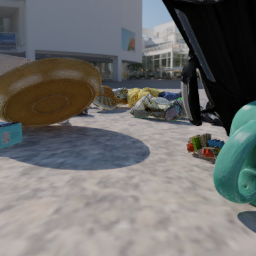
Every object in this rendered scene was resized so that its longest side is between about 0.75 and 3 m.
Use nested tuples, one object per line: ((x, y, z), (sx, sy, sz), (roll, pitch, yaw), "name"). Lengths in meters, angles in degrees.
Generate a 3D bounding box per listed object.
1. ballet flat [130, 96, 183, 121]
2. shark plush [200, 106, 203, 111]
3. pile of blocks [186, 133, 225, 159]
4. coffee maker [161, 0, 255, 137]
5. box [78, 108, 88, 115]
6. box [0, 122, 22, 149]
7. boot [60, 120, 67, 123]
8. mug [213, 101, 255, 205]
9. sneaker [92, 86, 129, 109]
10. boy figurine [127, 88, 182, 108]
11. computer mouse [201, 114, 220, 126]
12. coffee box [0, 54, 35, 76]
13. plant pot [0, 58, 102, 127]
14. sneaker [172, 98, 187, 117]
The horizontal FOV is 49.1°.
((0.782, -0.703, 8.924), (2.038, 0.733, 0.733), (10, 14, 42), "ballet flat")
((2.754, -0.630, 9.879), (0.898, 0.374, 0.408), (-6, 11, -33), "shark plush")
((1.207, 0.293, 4.313), (0.284, 0.375, 0.913), (-6, 11, -33), "pile of blocks")
((1.923, -1.130, 3.723), (2.773, 1.944, 2.887), (15, -26, 43), "coffee maker")
((-1.875, -0.700, 10.078), (0.843, 0.447, 0.515), (-2, 9, -6), "box")
((-2.923, 0.105, 5.357), (1.614, 0.397, 0.664), (2, 10, 13), "box")
((-2.017, -0.452, 8.507), (0.378, 0.470, 1.040), (-2, 10, -13), "boot")
((1.720, 0.198, 2.826), (1.371, 1.032, 1.669), (5, 10, 28), "mug")
((-1.014, -1.243, 12.473), (1.185, 1.022, 2.702), (-10, -3, 32), "sneaker")
((1.121, -1.267, 12.062), (2.827, 0.911, 1.758), (4, 5, 28), "boy figurine")
((2.714, -0.340, 8.245), (1.037, 0.340, 1.477), (-2, 10, -5), "computer mouse")
((-3.227, -1.176, 7.593), (0.920, 1.303, 2.305), (4, 5, -30), "coffee box")
((-1.863, -0.668, 6.632), (2.704, 0.372, 2.704), (-18, -18, -6), "plant pot")
((1.412, -0.599, 9.287), (0.732, 0.670, 1.718), (-18, 10, -41), "sneaker")
